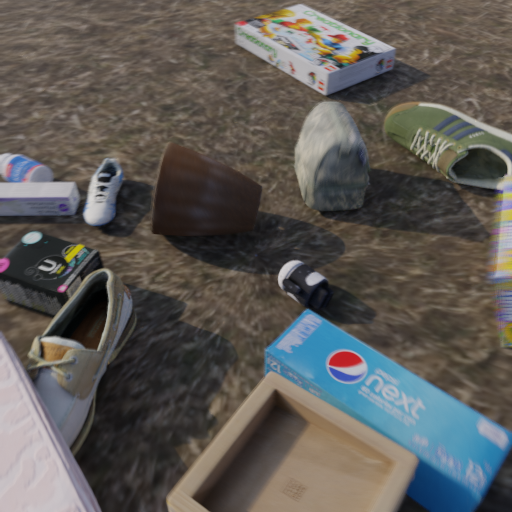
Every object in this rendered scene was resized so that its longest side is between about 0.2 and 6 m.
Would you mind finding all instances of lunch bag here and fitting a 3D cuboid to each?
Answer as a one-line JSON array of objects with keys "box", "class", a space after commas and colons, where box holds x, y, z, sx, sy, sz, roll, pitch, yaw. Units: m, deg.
[{"box": [1.390, -1.825, 10.151, 1.199, 1.443, 1.721, -3, 42, -4], "class": "lunch bag"}]

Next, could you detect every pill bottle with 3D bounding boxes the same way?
[{"box": [-4.406, -1.576, 10.582, 1.014, 0.569, 0.569, 23, 49, 23], "class": "pill bottle"}]

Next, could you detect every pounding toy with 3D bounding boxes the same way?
[{"box": [0.374, 3.084, 5.365, 2.567, 1.337, 2.922, 26, 51, 24], "class": "pounding toy"}]

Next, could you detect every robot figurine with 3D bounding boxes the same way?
[{"box": [0.742, 0.457, 8.575, 0.885, 0.665, 0.552, 37, 73, 30], "class": "robot figurine"}]

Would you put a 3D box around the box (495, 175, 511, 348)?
[{"box": [4.709, 0.007, 7.910, 2.301, 1.457, 2.389, 1, 42, 28], "class": "box"}]

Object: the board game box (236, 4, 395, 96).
[{"box": [1.425, -5.363, 14.317, 2.266, 0.621, 3.590, -28, 52, -26], "class": "board game box"}]

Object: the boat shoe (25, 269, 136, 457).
[{"box": [-2.507, 1.435, 7.228, 1.116, 1.022, 2.987, 8, 47, 9], "class": "boat shoe"}]

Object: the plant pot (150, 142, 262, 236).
[{"box": [-0.785, -0.974, 9.456, 1.671, 1.562, 1.562, 11, 45, -3], "class": "plant pot"}]

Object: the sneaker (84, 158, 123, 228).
[{"box": [-2.789, -1.153, 10.159, 0.580, 0.585, 1.614, 0, 46, -1], "class": "sneaker"}]

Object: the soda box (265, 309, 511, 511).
[{"box": [1.462, 1.887, 6.825, 2.848, 0.966, 0.914, 31, 53, 27], "class": "soda box"}]

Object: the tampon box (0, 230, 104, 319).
[{"box": [-3.092, 0.323, 8.513, 1.274, 0.804, 0.955, 15, 47, 15], "class": "tampon box"}]

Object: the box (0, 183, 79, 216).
[{"box": [-4.417, -1.017, 10.104, 2.303, 0.446, 0.477, -1, 45, -1], "class": "box"}]

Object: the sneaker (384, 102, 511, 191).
[{"box": [3.743, -2.070, 10.752, 2.931, 0.983, 1.316, 23, 45, 18], "class": "sneaker"}]

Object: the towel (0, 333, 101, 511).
[{"box": [-3.956, 2.704, 5.923, 3.795, 0.612, 3.624, -34, 54, -16], "class": "towel"}]
